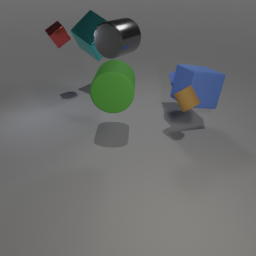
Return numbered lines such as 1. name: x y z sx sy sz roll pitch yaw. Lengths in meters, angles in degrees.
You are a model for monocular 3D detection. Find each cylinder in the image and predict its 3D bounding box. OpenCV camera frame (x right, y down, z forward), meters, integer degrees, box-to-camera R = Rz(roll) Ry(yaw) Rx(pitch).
1. cylinder: -0.471 -1.404 9.310 1.400 1.400 1.400 1 29 2
2. cylinder: 2.085 -1.036 9.920 0.700 0.700 0.700 -29 3 2
3. cylinder: -0.409 -3.621 11.275 1.400 1.400 1.400 19 34 29

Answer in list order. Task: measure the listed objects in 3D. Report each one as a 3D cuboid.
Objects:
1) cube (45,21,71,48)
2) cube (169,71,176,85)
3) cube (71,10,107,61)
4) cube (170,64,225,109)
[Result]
1. cube: -2.978 -3.982 11.932 0.700 0.700 0.700 -38 48 -2
2. cube: 2.331 -2.119 12.685 0.700 0.700 0.700 -15 49 18
3. cube: -1.575 -4.328 13.223 1.400 1.400 1.400 39 82 16
4. cube: 2.722 -1.661 11.138 1.400 1.400 1.400 1 23 -21
